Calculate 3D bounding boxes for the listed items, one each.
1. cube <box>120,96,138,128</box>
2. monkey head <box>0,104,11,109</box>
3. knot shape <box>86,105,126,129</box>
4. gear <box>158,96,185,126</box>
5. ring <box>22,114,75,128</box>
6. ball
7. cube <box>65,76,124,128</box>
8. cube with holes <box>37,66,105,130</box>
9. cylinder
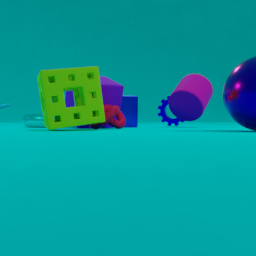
[{"bbox_3d":[-0.234,-0.523,9.189,0.993,0.993,0.993,0,1,-7],"label":"cube"},{"bbox_3d":[-4.720,-0.593,8.768,1.830,1.103,1.316,16,-18,-33],"label":"monkey head"},{"bbox_3d":[-0.711,-0.298,6.943,1.172,0.579,1.253,5,6,16],"label":"knot shape"},{"bbox_3d":[1.810,-0.692,11.248,1.223,1.223,0.226,0,8,22],"label":"gear"},{"bbox_3d":[-2.358,-0.258,9.064,2.015,0.403,2.015,0,3,0],"label":"ring"},{"bbox_3d":[2.432,-0.620,5.052,1.365,1.365,1.365,0,1,0],"label":"ball"},{"bbox_3d":[-1.004,-0.776,7.920,1.227,1.227,1.227,-1,22,-30],"label":"cube"},{"bbox_3d":[-1.205,-0.612,5.782,1.089,1.089,1.089,-9,7,-20],"label":"cube with holes"},{"bbox_3d":[2.050,-1.000,9.137,1.158,1.158,1.158,1,36,34],"label":"cylinder"}]
